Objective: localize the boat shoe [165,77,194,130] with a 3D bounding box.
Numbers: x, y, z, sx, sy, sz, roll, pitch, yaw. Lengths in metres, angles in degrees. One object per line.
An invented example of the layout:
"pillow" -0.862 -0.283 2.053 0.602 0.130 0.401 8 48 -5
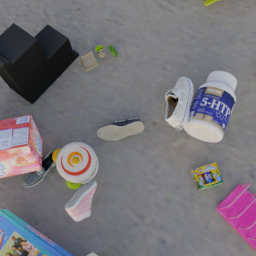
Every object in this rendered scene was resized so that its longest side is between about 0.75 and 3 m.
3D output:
"boat shoe" 1.676 -1.016 9.652 0.776 0.788 2.222 30 57 -24

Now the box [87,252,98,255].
"box" -1.231 5.035 7.531 1.479 1.736 2.715 31 73 10

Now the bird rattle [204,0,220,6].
"bird rattle" 4.193 -6.674 11.888 2.985 1.682 2.434 -28 57 -12

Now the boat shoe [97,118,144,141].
"boat shoe" -0.270 0.016 10.076 1.695 0.616 0.532 -11 28 2

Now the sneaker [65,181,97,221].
"sneaker" -1.349 2.313 8.760 1.379 0.519 0.721 -47 117 -49

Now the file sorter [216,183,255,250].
"file sorter" 3.925 2.729 8.698 1.214 1.095 1.746 -40 75 -12

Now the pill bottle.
"pill bottle" 2.958 -0.785 9.802 1.365 1.365 2.280 23 72 8

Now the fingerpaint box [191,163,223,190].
"fingerpaint box" 2.683 1.641 9.499 0.856 0.314 0.714 -15 71 -5

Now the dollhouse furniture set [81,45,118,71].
"dollhouse furniture set" -1.142 -2.797 11.132 1.373 0.530 0.686 -27 79 11

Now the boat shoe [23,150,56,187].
"boat shoe" -2.945 1.331 9.495 1.641 0.507 0.598 -42 80 -12

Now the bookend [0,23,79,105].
"bookend" -3.266 -2.679 9.736 1.275 2.767 2.750 36 75 12

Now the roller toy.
"roller toy" -1.675 1.150 9.301 1.308 1.002 1.434 -28 73 -10

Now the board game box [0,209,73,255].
"board game box" -3.225 4.185 8.279 2.956 0.665 2.248 33 74 5

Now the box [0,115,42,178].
"box" -4.328 0.744 9.057 2.796 1.323 1.435 -12 47 -5
